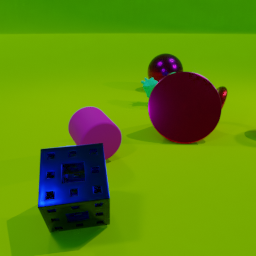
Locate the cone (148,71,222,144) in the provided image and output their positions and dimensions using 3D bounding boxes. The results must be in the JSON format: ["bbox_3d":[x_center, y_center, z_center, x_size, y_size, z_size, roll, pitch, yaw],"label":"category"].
[{"bbox_3d":[1.274,-0.371,6.909,1.606,1.606,1.612,1,-6,3],"label":"cone"}]

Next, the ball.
[{"bbox_3d":[1.452,-2.188,10.914,1.394,1.394,1.394,0,20,0],"label":"ball"}]

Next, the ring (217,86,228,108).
[{"bbox_3d":[2.127,-0.524,6.938,0.219,1.097,1.097,25,23,3],"label":"ring"}]

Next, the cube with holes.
[{"bbox_3d":[-0.639,0.740,3.465,0.753,0.753,0.753,-5,51,-8],"label":"cube with holes"}]

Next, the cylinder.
[{"bbox_3d":[-0.634,0.099,5.268,0.797,0.797,0.797,-10,29,-25],"label":"cylinder"}]

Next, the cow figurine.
[{"bbox_3d":[1.126,-1.334,8.712,1.277,1.297,0.712,41,42,1],"label":"cow figurine"}]
